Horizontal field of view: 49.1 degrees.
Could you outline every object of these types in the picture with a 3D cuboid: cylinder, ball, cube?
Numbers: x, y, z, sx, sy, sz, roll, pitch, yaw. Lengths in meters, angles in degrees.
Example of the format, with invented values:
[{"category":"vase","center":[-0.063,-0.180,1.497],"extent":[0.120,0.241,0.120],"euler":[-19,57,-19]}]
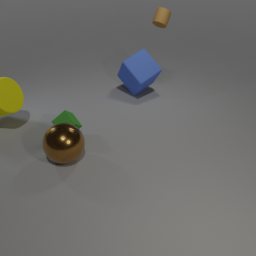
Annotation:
[{"category":"cylinder","center":[-5.101,-1.139,10.952],"extent":[1.400,1.400,1.400],"euler":[-11,26,28]},{"category":"ball","center":[-2.173,0.516,9.503],"extent":[1.400,1.400,1.400],"euler":[0,33,0]},{"category":"cylinder","center":[1.586,-5.181,13.179],"extent":[0.700,0.700,0.700],"euler":[20,2,-1]},{"category":"cube","center":[-2.309,-0.153,10.628],"extent":[0.700,0.700,0.700],"euler":[-40,77,5]},{"category":"cube","center":[0.534,-2.712,13.736],"extent":[1.400,1.400,1.400],"euler":[-37,84,-21]}]
